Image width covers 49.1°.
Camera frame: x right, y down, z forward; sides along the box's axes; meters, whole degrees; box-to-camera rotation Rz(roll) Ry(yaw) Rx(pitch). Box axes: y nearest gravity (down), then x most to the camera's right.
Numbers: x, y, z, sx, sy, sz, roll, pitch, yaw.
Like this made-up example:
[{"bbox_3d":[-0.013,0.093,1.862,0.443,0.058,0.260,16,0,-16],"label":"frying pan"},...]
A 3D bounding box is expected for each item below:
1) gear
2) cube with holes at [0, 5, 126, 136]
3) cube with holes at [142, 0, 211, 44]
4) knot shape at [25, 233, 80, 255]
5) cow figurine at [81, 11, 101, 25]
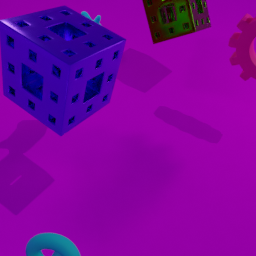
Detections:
[{"bbox_3d":[3.184,-1.720,6.036,1.906,1.906,0.353,29,53,17],"label":"gear"},{"bbox_3d":[-0.960,-0.884,4.135,1.191,1.191,1.191,33,43,15],"label":"cube with holes"},{"bbox_3d":[1.374,-3.200,7.759,1.271,1.271,1.271,-5,19,37],"label":"cube with holes"},{"bbox_3d":[-0.811,1.689,3.147,0.485,0.982,1.050,-13,76,-28],"label":"knot shape"},{"bbox_3d":[-1.238,-1.594,5.790,0.934,1.675,1.702,54,29,-12],"label":"cow figurine"}]
